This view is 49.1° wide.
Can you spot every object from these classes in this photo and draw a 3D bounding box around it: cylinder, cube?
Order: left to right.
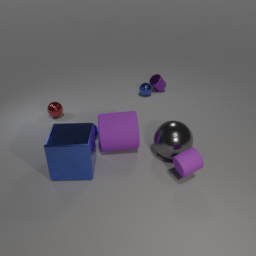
[{"bbox_3d":[-1.850,0.765,9.350,1.400,1.400,1.400,-1,30,0],"label":"cube"},{"bbox_3d":[-0.344,0.113,10.358,1.400,1.400,1.400,-6,31,-2],"label":"cylinder"},{"bbox_3d":[1.618,-2.434,15.153,0.700,0.700,0.700,-19,53,27],"label":"cylinder"},{"bbox_3d":[1.852,1.057,8.648,0.700,0.700,0.700,-26,36,-10],"label":"cylinder"}]

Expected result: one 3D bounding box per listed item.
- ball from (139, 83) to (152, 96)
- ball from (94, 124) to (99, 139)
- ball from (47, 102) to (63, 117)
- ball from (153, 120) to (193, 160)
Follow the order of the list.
[{"bbox_3d":[0.929,-2.038,14.758,0.700,0.700,0.700,0,31,0],"label":"ball"},{"bbox_3d":[-1.506,0.149,11.106,0.700,0.700,0.700,0,31,0],"label":"ball"},{"bbox_3d":[-3.294,-0.843,12.671,0.700,0.700,0.700,0,31,0],"label":"ball"},{"bbox_3d":[1.606,0.428,9.954,1.400,1.400,1.400,0,31,0],"label":"ball"}]
